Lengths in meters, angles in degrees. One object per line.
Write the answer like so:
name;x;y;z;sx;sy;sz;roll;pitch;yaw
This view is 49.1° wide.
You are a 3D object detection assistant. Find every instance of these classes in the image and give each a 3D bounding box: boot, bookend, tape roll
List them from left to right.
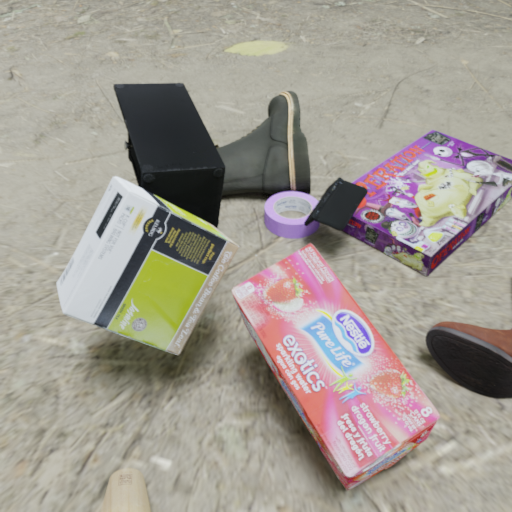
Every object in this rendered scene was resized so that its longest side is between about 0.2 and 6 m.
bookend;-1.516;-1.064;9.069;1.175;2.534;2.550;-7;45;-19
boot;-0.135;-2.521;12.233;2.311;1.294;3.341;-6;40;1
tape roll;0.701;-0.799;10.826;1.084;0.356;1.084;0;40;0
boot;4.021;0.905;8.412;2.568;0.934;2.728;15;42;18

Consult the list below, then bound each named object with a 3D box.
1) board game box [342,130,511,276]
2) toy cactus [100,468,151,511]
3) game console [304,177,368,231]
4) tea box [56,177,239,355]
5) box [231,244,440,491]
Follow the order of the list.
board game box;3.484;-1.265;11.247;2.389;0.643;3.980;28;48;35
toy cactus;-1.425;3.134;5.740;2.629;1.344;2.169;-14;32;-4
game console;1.395;-0.851;9.922;0.554;0.837;0.951;37;73;-4
tea box;-1.378;0.121;7.057;1.593;1.620;1.082;28;5;-28
box;0.906;1.350;6.955;1.257;1.313;2.633;-30;61;-7
